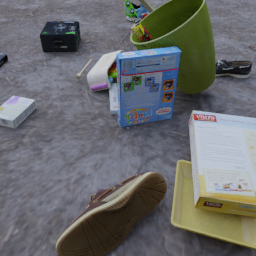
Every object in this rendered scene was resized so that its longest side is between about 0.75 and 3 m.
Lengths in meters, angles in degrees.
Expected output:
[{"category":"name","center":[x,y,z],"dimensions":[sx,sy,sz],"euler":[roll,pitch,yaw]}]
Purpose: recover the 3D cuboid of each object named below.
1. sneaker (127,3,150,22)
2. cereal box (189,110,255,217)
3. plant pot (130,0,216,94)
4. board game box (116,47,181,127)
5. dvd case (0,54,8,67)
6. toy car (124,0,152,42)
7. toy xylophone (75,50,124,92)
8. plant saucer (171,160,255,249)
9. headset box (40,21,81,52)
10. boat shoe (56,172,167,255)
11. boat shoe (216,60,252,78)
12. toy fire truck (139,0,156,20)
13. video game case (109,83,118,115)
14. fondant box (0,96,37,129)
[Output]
[{"category":"sneaker","center":[1.080,-6.443,15.543],"dimensions":[2.415,1.086,0.946],"euler":[10,40,12]},{"category":"cereal box","center":[2.435,0.706,6.452],"dimensions":[1.906,0.523,2.649],"euler":[8,44,2]},{"category":"plant pot","center":[1.779,-2.446,9.106],"dimensions":[2.456,2.625,2.456],"euler":[-24,36,19]},{"category":"board game box","center":[0.548,-1.122,8.091],"dimensions":[1.717,2.271,0.415],"euler":[-10,40,-12]},{"category":"dvd case","center":[-6.514,-2.605,11.464],"dimensions":[2.463,0.305,1.851],"euler":[5,40,7]},{"category":"toy car","center":[0.219,-3.296,8.660],"dimensions":[0.334,1.410,1.498],"euler":[-28,-2,18]},{"category":"toy xylophone","center":[-0.928,-2.248,10.693],"dimensions":[1.729,0.593,2.361],"euler":[-1,39,34]},{"category":"plant saucer","center":[1.817,1.645,6.021],"dimensions":[1.790,0.434,1.789],"euler":[15,40,4]},{"category":"headset box","center":[-3.120,-4.262,13.066],"dimensions":[1.587,0.845,1.822],"euler":[0,39,0]},{"category":"boat shoe","center":[-0.382,1.728,5.867],"dimensions":[2.572,0.928,0.926],"euler":[-35,19,-22]},{"category":"boat shoe","center":[3.788,-2.382,10.950],"dimensions":[1.996,0.602,0.737],"euler":[8,40,10]},{"category":"toy fire truck","center":[1.004,-4.174,11.349],"dimensions":[1.842,2.863,2.520],"euler":[-5,40,-7]},{"category":"video game case","center":[0.313,-1.083,9.671],"dimensions":[1.901,0.210,1.731],"euler":[-3,40,-4]},{"category":"fondant box","center":[-3.609,-0.526,8.886],"dimensions":[0.854,0.345,1.183],"euler":[12,40,14]}]
